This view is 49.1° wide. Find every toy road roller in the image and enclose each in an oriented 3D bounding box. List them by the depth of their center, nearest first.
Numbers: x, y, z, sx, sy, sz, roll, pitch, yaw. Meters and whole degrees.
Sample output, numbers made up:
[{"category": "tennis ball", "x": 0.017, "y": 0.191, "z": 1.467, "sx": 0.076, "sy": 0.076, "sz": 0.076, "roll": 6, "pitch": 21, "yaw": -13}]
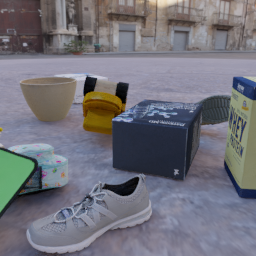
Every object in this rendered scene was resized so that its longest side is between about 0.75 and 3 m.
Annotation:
[{"category": "toy road roller", "x": -0.810, "y": -0.449, "z": 8.811, "sx": 1.379, "sy": 1.638, "sz": 2.244, "roll": 10, "pitch": -25, "yaw": -1}]

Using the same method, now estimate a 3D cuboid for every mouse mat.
[{"category": "mouse mat", "x": -3.167, "y": 1.067, "z": 4.402, "sx": 2.983, "sy": 0.112, "sz": 2.400, "roll": 14, "pitch": 51, "yaw": 23}]

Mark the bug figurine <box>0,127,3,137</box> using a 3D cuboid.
[{"category": "bug figurine", "x": -4.022, "y": 0.718, "z": 5.888, "sx": 2.146, "sy": 0.712, "sz": 2.767, "roll": -3, "pitch": 37, "yaw": 24}]

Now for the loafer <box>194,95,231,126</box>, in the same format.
[{"category": "loafer", "x": 2.665, "y": -0.537, "z": 9.294, "sx": 2.440, "sy": 0.917, "sz": 0.850, "roll": -9, "pitch": -3, "yaw": 44}]

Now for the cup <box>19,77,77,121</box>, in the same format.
[{"category": "cup", "x": -3.069, "y": -1.136, "z": 11.091, "sx": 2.149, "sy": 1.537, "sz": 2.149, "roll": 0, "pitch": 18, "yaw": 0}]

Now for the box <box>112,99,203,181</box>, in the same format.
[{"category": "box", "x": 0.871, "y": 0.158, "z": 7.404, "sx": 1.808, "sy": 1.304, "sz": 2.437, "roll": 7, "pitch": 20, "yaw": 20}]

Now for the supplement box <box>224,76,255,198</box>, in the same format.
[{"category": "supplement box", "x": 3.390, "y": 0.146, "z": 5.854, "sx": 2.255, "sy": 2.253, "sz": 1.514, "roll": 2, "pitch": 18, "yaw": 6}]

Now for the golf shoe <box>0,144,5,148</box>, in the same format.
[{"category": "golf shoe", "x": -3.277, "y": 0.805, "z": 5.908, "sx": 0.893, "sy": 0.704, "sz": 1.939, "roll": 43, "pitch": 15, "yaw": -6}]

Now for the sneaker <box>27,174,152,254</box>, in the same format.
[{"category": "sneaker", "x": -0.585, "y": 1.275, "z": 4.581, "sx": 2.127, "sy": 0.872, "sz": 0.795, "roll": -12, "pitch": 21, "yaw": -31}]

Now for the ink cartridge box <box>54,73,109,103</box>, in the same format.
[{"category": "ink cartridge box", "x": -2.528, "y": -2.211, "z": 15.054, "sx": 2.028, "sy": 1.181, "sz": 2.805, "roll": -11, "pitch": 21, "yaw": -31}]

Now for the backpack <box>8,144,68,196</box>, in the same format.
[{"category": "backpack", "x": -1.889, "y": 0.829, "z": 5.793, "sx": 1.303, "sy": 0.999, "sz": 1.146, "roll": 5, "pitch": 1, "yaw": -29}]
